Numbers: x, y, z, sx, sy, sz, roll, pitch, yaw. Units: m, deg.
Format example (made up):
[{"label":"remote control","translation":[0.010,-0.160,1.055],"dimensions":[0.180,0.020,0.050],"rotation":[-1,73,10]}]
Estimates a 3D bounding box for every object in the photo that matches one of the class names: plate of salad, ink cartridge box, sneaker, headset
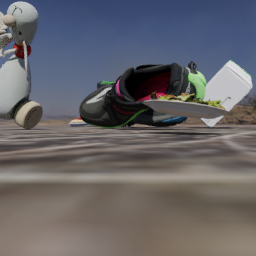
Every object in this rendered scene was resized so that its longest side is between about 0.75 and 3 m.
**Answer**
[{"label":"plate of salad","translation":[0.576,-0.233,2.786],"dimensions":[0.856,0.206,0.856],"rotation":[9,0,0]},{"label":"ink cartridge box","translation":[2.313,-0.903,6.951],"dimensions":[0.761,1.319,1.805],"rotation":[42,27,6]},{"label":"sneaker","translation":[0.032,-0.654,4.978],"dimensions":[2.583,0.991,1.082],"rotation":[-13,-25,35]},{"label":"headset","translation":[0.456,-1.185,7.414],"dimensions":[2.688,1.263,1.660],"rotation":[9,15,24]},{"label":"sneaker","translation":[0.481,-0.655,8.699],"dimensions":[2.936,1.203,1.075],"rotation":[3,-6,37]}]

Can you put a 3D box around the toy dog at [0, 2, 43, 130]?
[{"label":"toy dog","translation":[-1.893,-0.816,4.241],"dimensions":[1.295,1.964,0.946],"rotation":[7,26,21]}]

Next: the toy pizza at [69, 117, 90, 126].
[{"label":"toy pizza","translation":[-1.142,-0.463,12.209],"dimensions":[2.871,0.455,2.871],"rotation":[-6,5,0]}]
